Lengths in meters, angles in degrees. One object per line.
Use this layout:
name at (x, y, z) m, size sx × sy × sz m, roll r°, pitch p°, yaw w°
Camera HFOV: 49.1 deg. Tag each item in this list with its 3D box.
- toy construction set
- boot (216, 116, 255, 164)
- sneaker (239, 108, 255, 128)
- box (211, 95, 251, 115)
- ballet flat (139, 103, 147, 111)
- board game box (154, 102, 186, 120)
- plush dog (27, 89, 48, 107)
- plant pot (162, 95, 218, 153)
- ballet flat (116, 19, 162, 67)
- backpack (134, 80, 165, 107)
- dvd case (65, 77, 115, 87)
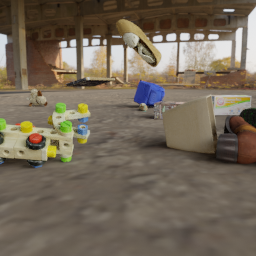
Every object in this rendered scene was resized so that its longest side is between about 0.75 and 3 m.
toy construction set at (-1.841, 0.109, 5.223) m, size 2.210 × 1.018 × 1.449 m, roll -7°, pitch 33°, yaw 3°
boot at (2.912, 0.242, 5.382) m, size 2.099 × 0.719 × 1.976 m, roll 5°, pitch 11°, yaw 24°
sneaker at (4.190, -0.165, 8.310) m, size 1.728 × 0.674 × 0.736 m, roll 17°, pitch 10°, yaw 33°
box at (4.395, -1.012, 12.275) m, size 1.634 × 0.828 × 0.919 m, roll 0°, pitch 9°, yaw -3°
ballet flat at (0.775, -1.061, 14.011) m, size 0.380 × 0.352 × 1.079 m, roll -2°, pitch 10°, yaw -10°
board game box at (1.761, -0.689, 11.005) m, size 1.291 × 0.625 × 1.029 m, roll 3°, pitch 10°, yaw 19°
plush dog at (-5.101, -1.610, 15.969) m, size 0.967 × 1.126 × 0.904 m, roll -5°, pitch 39°, yaw 31°
plant pot at (1.391, -0.065, 6.294) m, size 1.026 × 1.159 × 1.157 m, roll -9°, pitch 6°, yaw 22°
ballet flat at (0.318, -2.282, 7.666) m, size 1.653 × 0.521 × 0.567 m, roll 34°, pitch -37°, yaw -27°
backpack at (1.314, -1.753, 15.465) m, size 1.370 × 1.326 × 1.632 m, roll 33°, pitch 19°, yaw 31°
dvd case at (-1.098, -1.344, 8.212) m, size 0.893 × 0.096 × 1.202 m, roll -8°, pitch 2°, yaw 39°
